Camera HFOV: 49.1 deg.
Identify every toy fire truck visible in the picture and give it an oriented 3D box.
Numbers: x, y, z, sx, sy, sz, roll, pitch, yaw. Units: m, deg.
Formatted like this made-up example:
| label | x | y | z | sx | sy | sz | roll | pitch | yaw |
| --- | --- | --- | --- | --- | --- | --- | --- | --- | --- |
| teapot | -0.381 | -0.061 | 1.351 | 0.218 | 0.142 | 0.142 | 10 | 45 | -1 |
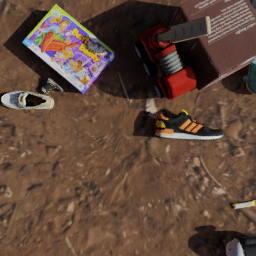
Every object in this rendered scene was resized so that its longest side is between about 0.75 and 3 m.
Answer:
| label | x | y | z | sx | sy | sz | roll | pitch | yaw |
| --- | --- | --- | --- | --- | --- | --- | --- | --- | --- |
| toy fire truck | 1.675 | -2.432 | 9.599 | 1.909 | 2.966 | 2.611 | -27 | 99 | -1 |

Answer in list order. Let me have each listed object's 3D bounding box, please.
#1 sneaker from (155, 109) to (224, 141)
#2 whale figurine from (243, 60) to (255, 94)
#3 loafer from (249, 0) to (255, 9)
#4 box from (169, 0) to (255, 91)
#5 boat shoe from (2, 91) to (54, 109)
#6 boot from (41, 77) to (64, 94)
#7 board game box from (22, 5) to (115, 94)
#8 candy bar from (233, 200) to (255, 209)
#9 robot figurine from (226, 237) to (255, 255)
| label | x | y | z | sx | sy | sz | roll | pitch | yaw |
| --- | --- | --- | --- | --- | --- | --- | --- | --- | --- |
| sneaker | 2.348 | -0.123 | 10.647 | 2.589 | 0.906 | 1.165 | 1 | 89 | 2 |
| whale figurine | 5.083 | -2.068 | 10.846 | 1.205 | 0.786 | 1.515 | -10 | 85 | -1 |
| loafer | 4.591 | -5.298 | 11.237 | 1.943 | 0.698 | 0.612 | 20 | 46 | 1 |
| box | 3.143 | -3.225 | 10.130 | 2.268 | 2.245 | 2.734 | -28 | 87 | -6 |
| boat shoe | -3.947 | -1.098 | 10.826 | 2.012 | 0.688 | 0.752 | 1 | 86 | 0 |
| boot | -2.997 | -1.552 | 11.088 | 0.784 | 0.283 | 0.592 | 39 | 97 | -7 |
| board game box | -2.288 | -3.063 | 10.977 | 2.958 | 0.662 | 1.989 | 39 | 87 | 3 |
| candy bar | 4.510 | 2.977 | 10.841 | 0.929 | 0.103 | 0.232 | -9 | 86 | -1 |
| robot figurine | 4.468 | 4.544 | 10.273 | 1.679 | 1.048 | 1.261 | -3 | 83 | 0 |
